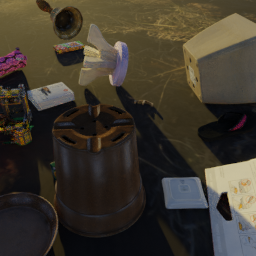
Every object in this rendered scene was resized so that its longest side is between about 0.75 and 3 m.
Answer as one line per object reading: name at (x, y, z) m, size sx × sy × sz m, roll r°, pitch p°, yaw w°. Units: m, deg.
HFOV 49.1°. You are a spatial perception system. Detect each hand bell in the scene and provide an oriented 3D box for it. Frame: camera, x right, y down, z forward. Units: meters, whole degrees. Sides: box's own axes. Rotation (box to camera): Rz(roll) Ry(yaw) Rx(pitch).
hand bell at (-2.120, -3.283, 7.902) m, size 0.910 × 0.910 × 1.748 m, roll -26°, pitch 53°, yaw -31°

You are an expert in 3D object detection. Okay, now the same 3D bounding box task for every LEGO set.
LEGO set at (-4.312, -0.486, 8.900) m, size 2.703 × 1.566 × 2.079 m, roll -1°, pitch 35°, yaw -1°

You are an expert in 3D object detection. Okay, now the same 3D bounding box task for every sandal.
sandal at (3.427, -0.181, 9.350) m, size 2.451 × 0.552 × 0.921 m, roll -17°, pitch 39°, yaw -23°

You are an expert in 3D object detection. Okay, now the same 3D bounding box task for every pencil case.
pencil case at (-5.668, -2.811, 12.695) m, size 1.027 × 0.995 × 2.192 m, roll 11°, pitch 39°, yaw 30°

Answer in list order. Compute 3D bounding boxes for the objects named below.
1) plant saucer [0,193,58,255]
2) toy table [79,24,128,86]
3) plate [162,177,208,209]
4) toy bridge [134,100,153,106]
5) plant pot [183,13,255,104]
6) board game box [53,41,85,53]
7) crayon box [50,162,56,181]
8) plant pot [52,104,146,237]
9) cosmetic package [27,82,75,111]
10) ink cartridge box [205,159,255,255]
plant saucer at (-2.584, 2.330, 5.978) m, size 2.199 × 0.379 × 2.199 m, roll -1°, pitch 35°, yaw 1°
toy table at (-1.039, -2.855, 11.696) m, size 1.608 × 2.524 × 2.746 m, roll 10°, pitch 15°, yaw -14°
plate at (1.429, 1.605, 7.156) m, size 1.032 × 0.167 × 1.034 m, roll -2°, pitch 34°, yaw 1°
toy bridge at (0.608, -0.991, 10.883) m, size 0.769 × 0.105 × 0.258 m, roll 11°, pitch 34°, yaw 15°
plant pot at (3.656, -2.483, 10.967) m, size 2.430 × 2.744 × 2.741 m, roll -16°, pitch 36°, yaw 1°
board game box at (-3.275, -4.619, 15.908) m, size 1.732 × 0.260 × 0.827 m, roll -18°, pitch 40°, yaw -27°
crayon box at (-1.699, 1.048, 7.671) m, size 0.788 × 0.495 × 0.203 m, roll -25°, pitch 42°, yaw -31°
plant pot at (-0.694, 0.839, 6.437) m, size 2.309 × 2.285 × 2.309 m, roll 0°, pitch 36°, yaw 0°
cosmetic package at (-3.041, -1.277, 11.057) m, size 1.492 × 0.385 × 1.125 m, roll -22°, pitch 44°, yaw -28°
ink cartridge box at (3.201, 1.833, 6.462) m, size 2.511 × 0.637 × 2.850 m, roll -17°, pitch 30°, yaw 21°
